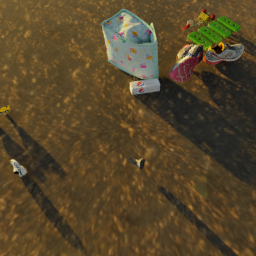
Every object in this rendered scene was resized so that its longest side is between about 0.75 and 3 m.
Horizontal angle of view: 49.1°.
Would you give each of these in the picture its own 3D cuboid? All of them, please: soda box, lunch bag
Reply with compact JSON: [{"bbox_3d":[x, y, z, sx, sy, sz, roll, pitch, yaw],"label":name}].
[{"bbox_3d":[0.739,-1.808,12.234,1.266,0.403,0.431,-10,53,-7],"label":"soda box"},{"bbox_3d":[0.338,-3.503,12.311,2.699,2.299,1.646,38,69,26],"label":"lunch bag"}]

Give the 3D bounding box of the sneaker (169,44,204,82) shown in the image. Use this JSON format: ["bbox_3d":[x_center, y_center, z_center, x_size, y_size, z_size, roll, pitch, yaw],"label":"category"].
[{"bbox_3d":[2.565,-2.973,12.833,0.976,1.054,2.613,16,45,31],"label":"sneaker"}]

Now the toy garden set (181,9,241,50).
[{"bbox_3d":[4.110,-5.155,14.736,2.751,0.549,2.293,-32,61,-21],"label":"toy garden set"}]

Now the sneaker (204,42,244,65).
[{"bbox_3d":[4.662,-3.647,13.355,2.069,0.850,0.805,-19,55,-15],"label":"sneaker"}]

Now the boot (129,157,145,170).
[{"bbox_3d":[0.282,1.157,9.631,0.567,0.861,0.300,31,68,13],"label":"boot"}]

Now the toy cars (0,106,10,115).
[{"bbox_3d":[-5.226,-0.465,11.319,0.525,0.259,1.172,22,59,22],"label":"toy cars"}]

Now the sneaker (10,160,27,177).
[{"bbox_3d":[-3.926,1.415,9.847,0.787,0.298,0.345,31,59,22],"label":"sneaker"}]
